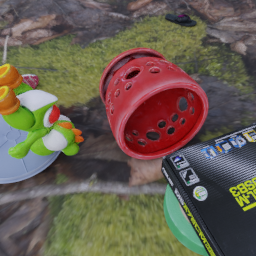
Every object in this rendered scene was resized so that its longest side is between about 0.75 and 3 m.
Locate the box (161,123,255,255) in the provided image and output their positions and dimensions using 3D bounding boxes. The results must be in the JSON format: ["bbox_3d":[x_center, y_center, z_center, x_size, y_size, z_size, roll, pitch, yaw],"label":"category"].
[{"bbox_3d":[2.348,1.238,5.306,2.643,0.628,2.553,-18,50,-13],"label":"box"}]

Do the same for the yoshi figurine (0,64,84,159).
[{"bbox_3d":[-1.931,-0.061,5.567,1.320,2.358,1.325,27,75,39],"label":"yoshi figurine"}]

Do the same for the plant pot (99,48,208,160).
[{"bbox_3d":[0.475,-0.644,6.561,2.143,2.143,1.952,-15,44,-12],"label":"plant pot"}]

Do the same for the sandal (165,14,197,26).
[{"bbox_3d":[1.979,-4.109,10.523,1.244,0.298,0.468,22,54,17],"label":"sandal"}]

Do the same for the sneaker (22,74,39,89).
[{"bbox_3d":[-3.299,-1.316,8.046,1.420,0.572,0.530,-14,50,-11],"label":"sneaker"}]

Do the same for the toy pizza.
[{"bbox_3d":[-2.750,0.283,6.818,2.474,0.392,2.474,2,51,-2],"label":"toy pizza"}]

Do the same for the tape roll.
[{"bbox_3d":[1.711,1.573,5.726,1.937,0.466,1.937,0,51,0],"label":"tape roll"}]
